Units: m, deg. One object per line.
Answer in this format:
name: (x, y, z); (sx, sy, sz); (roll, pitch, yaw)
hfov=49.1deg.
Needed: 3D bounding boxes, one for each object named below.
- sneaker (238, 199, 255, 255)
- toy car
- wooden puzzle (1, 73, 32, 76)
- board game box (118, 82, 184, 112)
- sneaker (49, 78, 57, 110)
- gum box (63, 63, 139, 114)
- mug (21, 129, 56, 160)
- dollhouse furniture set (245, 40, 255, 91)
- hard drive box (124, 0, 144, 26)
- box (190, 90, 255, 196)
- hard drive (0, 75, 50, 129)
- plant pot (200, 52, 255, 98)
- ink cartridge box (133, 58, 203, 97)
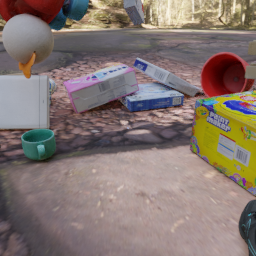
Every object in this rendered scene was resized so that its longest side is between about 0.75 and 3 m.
sneaker: (2.165, 1.658, 4.240); (0.778, 0.818, 2.064); (5, 23, 14)
toy car: (-2.528, -2.459, 7.000); (2.298, 2.493, 2.205); (10, -5, -40)
wooden puzzle: (-5.039, -1.900, 12.681); (2.052, 0.513, 2.215); (-16, 33, -31)
board game box: (0.770, -1.310, 11.301); (2.172, 0.471, 2.161); (-8, 25, -17)
sneaker: (-3.235, -0.989, 10.242); (1.543, 1.112, 2.937); (27, 31, 13)
gum box: (-0.983, -1.628, 10.770); (2.678, 0.885, 1.520); (-22, 29, -11)
mug: (-2.283, 0.490, 7.100); (0.806, 0.607, 0.981); (5, 25, 9)
dollhouse furniture set: (5.441, -2.143, 10.394); (1.428, 2.742, 2.772); (13, 27, 33)
hard drive box: (0.212, -4.362, 9.996); (0.423, 0.858, 1.100); (-7, -14, 18)
box: (3.187, 0.198, 6.712); (2.308, 1.462, 2.396); (-10, 26, -24)
hard drive: (-3.773, -0.799, 8.777); (2.534, 1.671, 0.338); (-1, -3, -2)
plant pot: (4.186, -2.022, 11.432); (1.954, 1.954, 1.729); (20, 19, 37)
ink cartridge box: (1.835, -2.142, 12.415); (2.552, 0.518, 2.547); (17, 16, -37)
